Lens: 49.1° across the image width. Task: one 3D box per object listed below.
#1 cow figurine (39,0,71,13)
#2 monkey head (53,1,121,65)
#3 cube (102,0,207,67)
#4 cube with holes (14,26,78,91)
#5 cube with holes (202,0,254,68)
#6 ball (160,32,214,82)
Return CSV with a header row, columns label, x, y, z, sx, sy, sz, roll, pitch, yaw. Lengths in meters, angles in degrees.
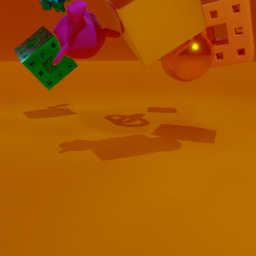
label,x,y,z,sx,sy,sz,roll,pitch,yaw
cow figurine,-2.425,-4.222,9.196,0.552,1.006,0.989,19,-9,30
monkey head,-0.808,-1.672,4.910,1.364,0.822,0.981,-28,3,-15
cube,0.362,-2.073,4.661,1.246,1.246,1.246,-32,52,5
cube with holes,-2.686,-2.289,9.164,1.267,1.267,1.267,-41,44,-3
cube with holes,1.995,-2.082,6.067,1.230,1.230,1.230,-5,23,27
ball,1.129,-1.412,5.419,1.026,1.026,1.026,0,15,0
